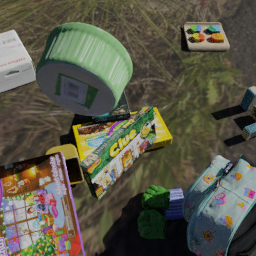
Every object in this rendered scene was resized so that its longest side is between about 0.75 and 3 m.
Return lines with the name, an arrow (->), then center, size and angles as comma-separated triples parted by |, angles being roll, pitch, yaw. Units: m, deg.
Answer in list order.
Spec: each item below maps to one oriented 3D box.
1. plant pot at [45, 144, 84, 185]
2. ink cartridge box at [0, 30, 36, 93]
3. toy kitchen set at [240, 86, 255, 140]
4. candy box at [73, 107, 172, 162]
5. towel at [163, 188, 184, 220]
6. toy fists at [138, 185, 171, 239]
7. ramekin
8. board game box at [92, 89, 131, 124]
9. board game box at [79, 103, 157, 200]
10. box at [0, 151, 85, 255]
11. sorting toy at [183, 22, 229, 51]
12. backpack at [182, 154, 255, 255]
plant pot -> -1.868, 1.000, 8.147 | 0.966, 0.960, 0.988 | -11, 33, -8
ink cartridge box -> -4.764, -2.613, 10.907 | 1.679, 1.011, 2.311 | -25, 55, -18
toy kitchen set -> 4.074, -0.499, 9.354 | 1.150, 0.846, 1.436 | -19, 54, -14
candy box -> -0.208, 0.222, 9.048 | 2.933, 0.387, 1.499 | -14, 52, -11
towel -> 1.273, 2.104, 7.788 | 0.642, 0.106, 0.886 | -4, 52, -4
toy fists -> 0.665, 2.194, 7.439 | 0.750, 0.506, 1.471 | 1, 52, 18
ramekin -> -1.021, -1.181, 6.324 | 2.092, 2.092, 1.022 | 12, 60, 9
board game box -> -0.676, -0.910, 9.799 | 1.276, 0.266, 1.887 | -9, 41, -5
board game box -> -0.068, 0.313, 3.970 | 0.161, 0.720, 1.374 | 23, 53, 35
box -> -2.267, 2.217, 6.738 | 2.004, 0.573, 2.928 | -14, 76, -10
sorting toy -> 3.480, -4.174, 12.545 | 1.799, 0.354, 1.943 | 1, 52, 1
backpack -> 2.327, 2.012, 6.605 | 1.863, 2.136, 2.430 | 22, 53, 33
